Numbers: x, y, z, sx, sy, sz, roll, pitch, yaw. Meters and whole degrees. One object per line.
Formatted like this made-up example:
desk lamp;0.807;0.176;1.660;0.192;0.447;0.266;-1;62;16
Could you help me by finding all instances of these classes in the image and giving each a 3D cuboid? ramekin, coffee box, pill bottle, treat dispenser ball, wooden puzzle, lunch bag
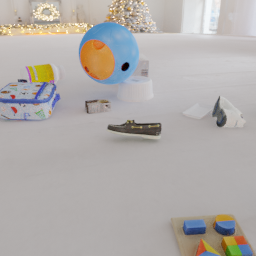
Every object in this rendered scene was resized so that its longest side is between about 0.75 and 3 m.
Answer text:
ramekin;0.364;-1.950;13.631;1.788;0.871;1.788;0;24;0
coffee box;-1.269;-0.936;11.888;1.025;0.409;0.579;-7;25;-15
pill bottle;-4.673;-2.925;15.482;2.245;1.170;1.170;-15;28;-29
treat dispenser ball;-0.854;-3.321;12.625;2.717;2.717;2.717;0;24;0
wooden puzzle;1.588;2.044;5.187;1.329;0.332;1.435;-3;24;-5
lunch bag;-4.114;-1.254;11.835;2.311;1.090;2.884;-1;25;-6

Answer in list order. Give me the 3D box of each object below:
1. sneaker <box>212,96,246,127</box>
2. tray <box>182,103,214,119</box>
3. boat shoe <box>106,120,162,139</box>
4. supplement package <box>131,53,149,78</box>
sneaker;3.848;-0.550;10.802;0.958;0.820;2.200;13;31;1
tray;2.959;-0.689;11.621;0.866;0.179;1.613;17;29;33
boat shoe;0.200;-0.006;9.205;1.807;0.544;0.644;7;6;-4
supplement package;0.283;-3.330;15.970;1.506;1.524;2.514;-2;24;-5
